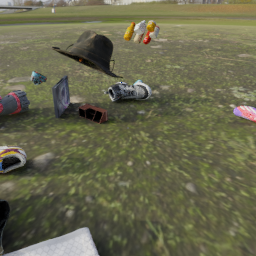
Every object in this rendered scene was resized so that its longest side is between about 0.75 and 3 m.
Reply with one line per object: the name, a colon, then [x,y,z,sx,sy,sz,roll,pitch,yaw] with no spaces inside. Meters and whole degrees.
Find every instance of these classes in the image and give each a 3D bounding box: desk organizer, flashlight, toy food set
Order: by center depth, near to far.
flashlight: [-5.196,-0.715,10.737,0.939,0.936,2.764,23,33,32]
desk organizer: [-1.376,-0.567,10.990,1.205,0.432,0.464,20,34,36]
toy food set: [0.738,-4.313,12.206,0.930,0.877,1.948,29,-16,-28]

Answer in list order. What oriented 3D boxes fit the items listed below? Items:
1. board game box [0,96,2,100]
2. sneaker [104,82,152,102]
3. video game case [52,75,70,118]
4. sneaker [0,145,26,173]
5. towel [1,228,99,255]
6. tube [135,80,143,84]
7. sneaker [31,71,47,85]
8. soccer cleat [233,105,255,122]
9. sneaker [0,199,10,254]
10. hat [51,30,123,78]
board game box: [-5.815,-1.034,10.638,1.484,0.415,1.453,-28,-1,-5]
sneaker: [-0.059,-1.564,12.676,2.139,0.807,1.217,13,29,37]
video game case: [-2.733,-1.321,11.569,0.168,1.265,1.771,1,26,3]
sneaker: [-3.722,0.909,7.638,1.790,0.671,0.806,-11,22,-20]
towel: [-1.382,2.689,4.305,2.345,0.378,2.240,-11,28,-20]
tube: [0.393,-2.106,14.361,0.487,0.317,1.257,3,30,25]
sneaker: [-3.132,-1.685,9.695,0.352,0.424,0.888,27,0,8]
soccer cleat: [4.813,-0.498,10.813,1.489,0.508,0.545,15,39,28]
sneaker: [-2.862,1.705,5.728,1.118,0.644,2.144,-19,30,5]
hat: [-1.186,-2.700,9.849,2.928,1.181,2.928,25,7,-3]
